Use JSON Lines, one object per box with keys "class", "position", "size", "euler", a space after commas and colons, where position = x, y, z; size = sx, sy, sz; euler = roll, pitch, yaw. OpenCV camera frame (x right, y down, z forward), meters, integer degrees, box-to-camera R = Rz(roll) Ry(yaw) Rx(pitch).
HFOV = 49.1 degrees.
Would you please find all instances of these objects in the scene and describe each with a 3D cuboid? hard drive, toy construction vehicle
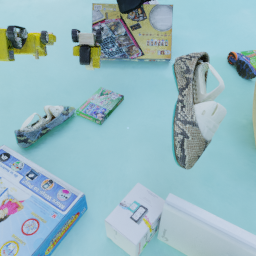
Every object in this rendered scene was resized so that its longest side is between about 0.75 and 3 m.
{"class": "hard drive", "position": [1.686, 2.177, 5.030], "size": [2.355, 1.553, 0.314], "euler": [24, 51, 21]}
{"class": "toy construction vehicle", "position": [-0.906, -0.932, 3.389], "size": [1.209, 0.489, 1.388], "euler": [0, 16, -5]}

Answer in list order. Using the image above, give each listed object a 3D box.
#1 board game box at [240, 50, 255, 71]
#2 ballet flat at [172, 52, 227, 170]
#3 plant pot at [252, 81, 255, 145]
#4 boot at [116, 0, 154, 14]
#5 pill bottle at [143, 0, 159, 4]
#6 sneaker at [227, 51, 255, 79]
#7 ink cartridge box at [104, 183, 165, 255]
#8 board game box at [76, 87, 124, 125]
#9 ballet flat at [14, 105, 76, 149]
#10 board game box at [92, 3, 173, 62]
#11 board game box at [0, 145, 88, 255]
{"class": "board game box", "position": [4.773, -2.381, 10.282], "size": [0.735, 0.231, 1.538], "euler": [-8, 49, -9]}
{"class": "ballet flat", "position": [1.237, -0.490, 4.895], "size": [0.921, 0.830, 2.446], "euler": [-19, 47, 32]}
{"class": "plant pot", "position": [4.274, -0.327, 7.213], "size": [2.082, 1.846, 2.085], "euler": [9, 46, 9]}
{"class": "boot", "position": [-0.441, -4.347, 8.201], "size": [2.461, 2.068, 0.940], "euler": [-26, 28, -11]}
{"class": "pill bottle", "position": [0.370, -4.544, 11.591], "size": [1.296, 1.296, 2.308], "euler": [28, 52, 24]}
{"class": "sneaker", "position": [4.159, -2.284, 9.976], "size": [0.590, 0.567, 1.504], "euler": [-7, 49, -13]}
{"class": "ink cartridge box", "position": [0.180, 1.912, 5.797], "size": [0.805, 0.809, 1.102], "euler": [30, 54, 26]}
{"class": "board game box", "position": [-0.847, -0.721, 8.715], "size": [0.904, 0.196, 1.343], "euler": [23, 51, 21]}
{"class": "ballet flat", "position": [-2.300, -0.232, 7.855], "size": [0.742, 0.742, 2.000], "euler": [27, 51, 23]}
{"class": "board game box", "position": [0.143, -3.468, 10.244], "size": [2.899, 1.964, 0.502], "euler": [2, 4, 1]}
{"class": "board game box", "position": [-2.635, 1.884, 5.885], "size": [2.569, 0.718, 2.516], "euler": [25, 52, 22]}
